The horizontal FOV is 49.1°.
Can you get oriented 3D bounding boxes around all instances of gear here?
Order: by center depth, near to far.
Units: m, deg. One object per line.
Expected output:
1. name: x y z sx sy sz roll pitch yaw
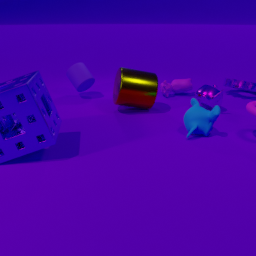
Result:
1. gear: 4.416 -1.580 10.554 1.541 0.285 1.541 11 11 -2

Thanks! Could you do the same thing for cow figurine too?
1. cow figurine: 1.815 -1.542 10.504 1.160 0.637 1.142 -3 12 26

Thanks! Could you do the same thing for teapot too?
1. teapot: 2.617 -1.029 8.857 0.903 0.711 1.453 29 3 -12

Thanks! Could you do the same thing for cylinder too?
1. cylinder: 0.212 -1.238 8.830 1.174 1.174 1.174 7 20 -14
2. cylinder: -1.739 -1.855 10.281 0.780 0.780 0.780 -24 73 -45

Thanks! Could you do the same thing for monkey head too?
1. monkey head: 1.845 -0.276 7.085 0.759 0.906 1.259 17 55 -3

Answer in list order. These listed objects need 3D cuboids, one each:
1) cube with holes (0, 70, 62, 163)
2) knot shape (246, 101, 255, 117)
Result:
1. cube with holes: -2.385 -0.278 6.060 1.337 1.337 1.337 -19 23 1
2. knot shape: 3.588 -0.435 6.680 1.172 0.578 1.252 -44 68 -10
